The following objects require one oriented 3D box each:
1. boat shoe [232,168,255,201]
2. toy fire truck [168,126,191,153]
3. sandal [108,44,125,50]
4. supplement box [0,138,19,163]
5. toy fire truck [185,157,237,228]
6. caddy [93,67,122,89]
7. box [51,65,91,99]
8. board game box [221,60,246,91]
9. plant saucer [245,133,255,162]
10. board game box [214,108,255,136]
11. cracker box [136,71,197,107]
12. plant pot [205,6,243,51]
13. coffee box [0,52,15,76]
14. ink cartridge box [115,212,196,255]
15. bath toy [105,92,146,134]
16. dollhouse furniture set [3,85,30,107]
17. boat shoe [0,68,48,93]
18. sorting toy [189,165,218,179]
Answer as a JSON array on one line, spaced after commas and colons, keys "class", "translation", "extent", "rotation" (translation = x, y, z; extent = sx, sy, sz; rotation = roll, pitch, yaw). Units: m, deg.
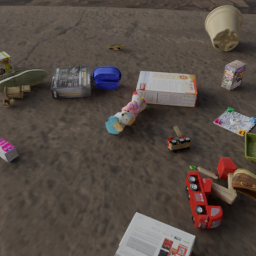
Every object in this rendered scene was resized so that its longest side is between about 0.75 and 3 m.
[{"class": "boat shoe", "translation": [4.061, 2.009, 8.260], "extent": [2.103, 0.757, 0.710], "rotation": [28, 54, 17]}, {"class": "toy fire truck", "translation": [1.833, 0.398, 10.529], "extent": [0.817, 0.597, 0.928], "rotation": [-10, 28, -11]}, {"class": "sandal", "translation": [-0.700, -5.019, 17.490], "extent": [1.252, 0.338, 0.503], "rotation": [5, 31, 29]}, {"class": "supplement box", "translation": [-4.417, 0.797, 10.063], "extent": [0.869, 0.449, 0.440], "rotation": [24, 45, 29]}, {"class": "toy fire truck", "translation": [2.650, 1.919, 8.540], "extent": [1.674, 0.579, 2.374], "rotation": [2, 41, -3]}, {"class": "caddy", "translation": [-1.029, -2.494, 13.748], "extent": [1.427, 1.009, 0.749], "rotation": [0, 43, -1]}, {"class": "box", "translation": [-2.769, -2.308, 13.853], "extent": [1.817, 0.555, 2.295], "rotation": [-5, 39, -6]}, {"class": "board game box", "translation": [5.158, -2.577, 13.707], "extent": [0.932, 1.169, 0.566], "rotation": [-27, 46, -31]}, {"class": "plant saucer", "translation": [4.921, 0.832, 10.099], "extent": [1.402, 0.336, 1.404], "rotation": [12, 40, 14]}, {"class": "board game box", "translation": [4.483, -0.300, 11.654], "extent": [1.327, 0.172, 1.327], "rotation": [30, 48, 32]}, {"class": "cracker box", "translation": [1.800, -1.852, 13.107], "extent": [2.693, 0.777, 1.804], "rotation": [6, 39, 6]}, {"class": "plant pot", "translation": [6.003, -5.967, 17.391], "extent": [2.320, 2.320, 2.124], "rotation": [6, 50, 7]}, {"class": "coffee box", "translation": [-6.766, -3.433, 14.988], "extent": [0.894, 0.902, 0.904], "rotation": [-28, 46, -30]}, {"class": "ink cartridge box", "translation": [0.647, 3.118, 6.943], "extent": [1.643, 0.689, 1.443], "rotation": [17, 42, 20]}, {"class": "bath toy", "translation": [0.044, -0.701, 11.479], "extent": [1.043, 0.887, 2.399], "rotation": [8, 36, 31]}, {"class": "dollhouse furniture set", "translation": [-5.041, -1.364, 12.856], "extent": [1.099, 0.611, 0.972], "rotation": [-3, 63, -5]}, {"class": "boat shoe", "translation": [-5.258, -2.492, 13.830], "extent": [2.458, 0.876, 0.740], "rotation": [-22, 47, -22]}, {"class": "sorting toy", "translation": [2.434, 1.416, 9.109], "extent": [0.924, 0.136, 0.683], "rotation": [24, 5, 10]}]
